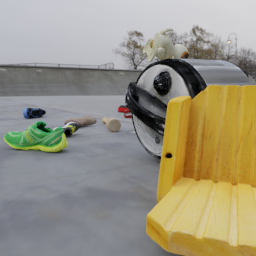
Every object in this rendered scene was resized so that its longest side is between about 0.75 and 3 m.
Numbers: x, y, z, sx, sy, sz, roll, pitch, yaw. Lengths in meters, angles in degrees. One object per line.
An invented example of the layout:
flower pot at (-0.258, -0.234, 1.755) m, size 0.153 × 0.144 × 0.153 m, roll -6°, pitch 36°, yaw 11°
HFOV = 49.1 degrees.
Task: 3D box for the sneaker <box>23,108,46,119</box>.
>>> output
sneaker at (-4.458, -0.742, 13.400) m, size 0.575 × 0.518 × 1.476 m, roll -7°, pitch 6°, yaw 8°

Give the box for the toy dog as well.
toy dog at (1.899, -3.638, 13.071) m, size 1.881 × 1.823 × 1.312 m, roll 15°, pitch 25°, yaw -27°

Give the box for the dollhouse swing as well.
dollhouse swing at (1.352, 0.206, 2.841) m, size 2.175 × 1.976 × 1.912 m, roll 4°, pitch -12°, yaw 22°

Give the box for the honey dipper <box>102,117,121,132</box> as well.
honey dipper at (-0.710, -0.210, 10.199) m, size 0.446 × 0.446 × 2.350 m, roll -2°, pitch 7°, yaw -14°

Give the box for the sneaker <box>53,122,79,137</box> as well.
sneaker at (-1.758, 0.105, 8.355) m, size 0.426 × 0.375 × 1.006 m, roll 12°, pitch 22°, yaw 30°

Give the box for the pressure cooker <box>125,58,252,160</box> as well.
pressure cooker at (1.086, -0.386, 5.432) m, size 2.226 × 1.988 × 1.958 m, roll -7°, pitch -9°, yaw -34°

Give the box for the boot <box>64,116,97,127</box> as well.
boot at (-1.759, -0.173, 10.233) m, size 1.099 × 0.386 × 0.803 m, roll 0°, pitch 15°, yaw 5°

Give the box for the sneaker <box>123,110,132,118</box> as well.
sneaker at (0.534, -0.758, 13.484) m, size 1.413 × 0.554 × 0.817 m, roll 3°, pitch 10°, yaw 9°

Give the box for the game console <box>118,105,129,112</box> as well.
game console at (0.316, -1.144, 17.171) m, size 1.812 × 0.318 × 2.049 m, roll 4°, pitch 9°, yaw 1°

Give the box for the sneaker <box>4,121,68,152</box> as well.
sneaker at (-2.142, 0.167, 6.561) m, size 1.629 × 0.681 × 0.603 m, roll 2°, pitch 9°, yaw 18°
